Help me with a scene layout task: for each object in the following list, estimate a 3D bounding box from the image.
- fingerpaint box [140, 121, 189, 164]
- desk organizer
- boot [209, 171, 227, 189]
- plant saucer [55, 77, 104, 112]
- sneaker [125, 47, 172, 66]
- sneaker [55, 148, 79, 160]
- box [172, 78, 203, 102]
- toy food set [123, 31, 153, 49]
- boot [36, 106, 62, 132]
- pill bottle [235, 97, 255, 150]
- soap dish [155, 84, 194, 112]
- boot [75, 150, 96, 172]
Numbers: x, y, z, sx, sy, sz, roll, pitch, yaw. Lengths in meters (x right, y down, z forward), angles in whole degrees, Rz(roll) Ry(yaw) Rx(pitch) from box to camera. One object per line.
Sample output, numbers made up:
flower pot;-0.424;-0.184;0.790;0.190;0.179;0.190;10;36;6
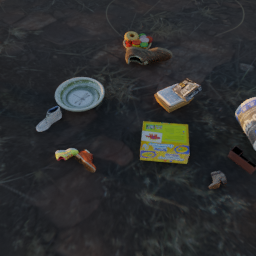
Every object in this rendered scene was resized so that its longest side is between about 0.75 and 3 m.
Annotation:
fingerpaint box;1.387;0.540;10.659;1.764;0.647;1.472;4;48;4
desk organizer;4.233;1.162;10.283;0.377;0.405;1.052;-32;56;-25
boot;3.079;1.806;9.856;0.764;0.269;0.559;-12;44;-11
plant saucer;-2.108;-1.384;12.400;2.155;0.541;2.155;0;49;-1
sneaker;1.041;-3.522;14.250;2.363;0.832;0.893;6;68;9
sneaker;-2.265;1.026;10.478;0.889;0.348;0.402;-11;53;3
box;2.504;-1.642;11.916;0.858;0.271;1.089;-37;35;-2
toy food set;0.539;-4.754;15.423;1.585;0.389;1.601;7;49;6
boot;-3.292;-0.421;11.521;0.466;0.606;1.267;31;56;24
pill bottle;5.184;0.090;10.564;1.368;1.368;2.405;-8;49;-7
soap dish;2.006;-1.314;12.300;1.378;0.560;1.084;-25;53;-23
boot;-1.437;1.186;10.301;0.554;0.387;1.033;-32;55;-31
